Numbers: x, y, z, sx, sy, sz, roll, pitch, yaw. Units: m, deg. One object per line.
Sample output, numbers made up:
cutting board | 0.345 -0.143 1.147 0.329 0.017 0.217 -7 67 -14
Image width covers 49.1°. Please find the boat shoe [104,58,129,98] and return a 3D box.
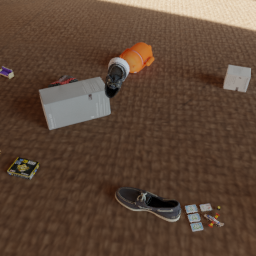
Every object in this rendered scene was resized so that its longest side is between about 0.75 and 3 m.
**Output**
boat shoe | -0.370 -1.243 7.370 0.546 1.563 0.518 19 69 -9

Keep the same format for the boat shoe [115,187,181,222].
boat shoe | 0.617 2.226 8.801 2.172 0.681 0.789 16 45 17

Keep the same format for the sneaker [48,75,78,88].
sneaker | -3.216 -2.189 13.646 1.493 0.528 0.729 -21 47 -24

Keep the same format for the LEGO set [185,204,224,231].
LEGO set | 2.412 2.683 8.640 1.104 0.271 0.824 -6 47 -6

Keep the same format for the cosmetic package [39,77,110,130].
cosmetic package | -2.222 -1.058 11.778 2.695 1.440 1.215 -19 47 -17

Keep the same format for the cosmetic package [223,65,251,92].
cosmetic package | 5.299 -2.409 13.615 1.068 0.880 0.881 12 45 15

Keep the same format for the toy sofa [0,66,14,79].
toy sofa | -6.322 -2.873 14.484 0.793 0.387 0.328 22 47 21

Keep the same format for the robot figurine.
robot figurine | 0.462 -3.698 14.765 1.528 1.239 2.125 46 51 -5

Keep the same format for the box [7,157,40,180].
box | -3.708 1.437 9.999 0.873 0.215 0.697 12 43 13
